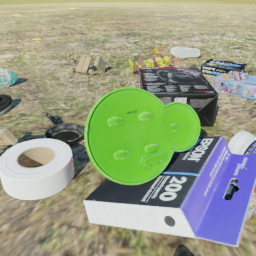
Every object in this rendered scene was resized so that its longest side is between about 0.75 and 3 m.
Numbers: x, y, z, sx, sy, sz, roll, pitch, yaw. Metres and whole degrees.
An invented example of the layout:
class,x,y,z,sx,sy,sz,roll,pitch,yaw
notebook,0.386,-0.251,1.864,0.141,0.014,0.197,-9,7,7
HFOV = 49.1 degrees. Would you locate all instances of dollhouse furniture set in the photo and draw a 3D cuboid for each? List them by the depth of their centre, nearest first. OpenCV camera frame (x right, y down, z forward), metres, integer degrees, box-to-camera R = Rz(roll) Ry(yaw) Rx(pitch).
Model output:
class,x,y,z,sx,sy,sz,roll,pitch,yaw
dollhouse furniture set,-3.201,0.512,6.060,0.607,0.710,1.371,-4,41,36
dollhouse furniture set,-1.921,-2.791,12.635,1.635,0.847,0.724,13,-8,22

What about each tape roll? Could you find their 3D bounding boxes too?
class,x,y,z,sx,sy,sz,roll,pitch,yaw
tape roll,-1.976,0.840,6.123,1.559,0.545,1.559,0,30,0

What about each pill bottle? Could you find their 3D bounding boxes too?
class,x,y,z,sx,sy,sz,roll,pitch,yaw
pill bottle,2.942,0.716,5.988,0.893,0.893,1.544,-15,32,-24

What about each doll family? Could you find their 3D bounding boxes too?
class,x,y,z,sx,sy,sz,roll,pitch,yaw
doll family,2.058,1.240,5.381,1.113,0.808,1.794,-23,18,-26

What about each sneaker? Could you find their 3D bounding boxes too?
class,x,y,z,sx,sy,sz,roll,pitch,yaw
sneaker,-4.464,-0.869,8.597,0.784,1.113,2.095,13,32,22
sneaker,-5.446,-2.057,11.157,2.022,0.784,0.922,-4,26,-10
sneaker,3.046,-4.022,14.949,1.549,0.592,0.623,9,20,5

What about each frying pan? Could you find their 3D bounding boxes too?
class,x,y,z,sx,sy,sz,roll,pitch,yaw
frying pan,-1.998,0.077,7.767,1.774,0.289,1.073,16,32,30

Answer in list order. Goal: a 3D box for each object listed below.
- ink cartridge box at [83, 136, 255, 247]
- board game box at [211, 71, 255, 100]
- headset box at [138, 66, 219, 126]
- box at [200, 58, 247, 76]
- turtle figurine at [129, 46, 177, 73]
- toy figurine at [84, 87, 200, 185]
class,x,y,z,sx,sy,sz,roll,pitch,yaw
ink cartridge box,0.922,0.897,5.183,2.589,0.562,2.564,-3,21,34
board game box,4.127,-1.723,10.675,1.899,0.586,1.900,8,30,13
headset box,1.429,-1.164,9.137,2.127,1.104,2.859,-1,28,-2
box,4.294,-2.679,12.581,1.712,0.394,1.361,18,34,29
turtle figurine,1.075,-3.000,12.764,2.000,0.799,2.480,-10,38,-3
toy figurine,-0.012,0.145,5.406,2.082,1.563,1.916,-12,0,-22
